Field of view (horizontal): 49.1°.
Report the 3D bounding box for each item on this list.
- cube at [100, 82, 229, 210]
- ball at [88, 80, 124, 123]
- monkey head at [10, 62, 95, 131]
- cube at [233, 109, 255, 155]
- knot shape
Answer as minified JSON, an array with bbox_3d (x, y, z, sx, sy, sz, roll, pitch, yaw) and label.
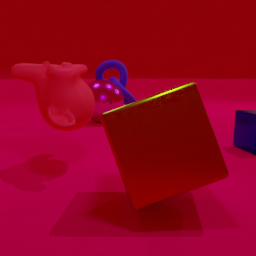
[{"bbox_3d":[0.335,0.174,2.985,0.937,0.937,0.937,-20,-2,0],"label":"cube"},{"bbox_3d":[-0.755,-0.789,8.268,1.266,1.266,1.266,0,11,0],"label":"ball"},{"bbox_3d":[-1.108,-0.465,4.199,1.214,1.017,1.687,3,8,-13],"label":"monkey head"},{"bbox_3d":[2.524,0.052,5.292,0.729,0.729,0.729,-2,11,-11],"label":"cube"},{"bbox_3d":[-0.373,-1.277,9.387,0.809,1.750,1.637,-21,42,-34],"label":"knot shape"}]
